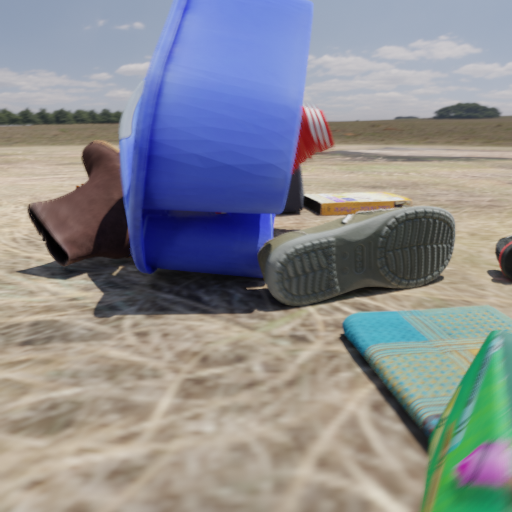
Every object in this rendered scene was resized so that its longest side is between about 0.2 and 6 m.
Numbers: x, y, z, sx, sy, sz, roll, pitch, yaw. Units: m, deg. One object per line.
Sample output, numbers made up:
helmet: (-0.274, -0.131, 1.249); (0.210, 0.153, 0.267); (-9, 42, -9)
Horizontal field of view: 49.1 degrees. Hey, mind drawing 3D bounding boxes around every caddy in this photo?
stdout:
caddy: (-0.654, -1.772, 7.605); (2.313, 3.115, 4.406); (9, 56, 0)

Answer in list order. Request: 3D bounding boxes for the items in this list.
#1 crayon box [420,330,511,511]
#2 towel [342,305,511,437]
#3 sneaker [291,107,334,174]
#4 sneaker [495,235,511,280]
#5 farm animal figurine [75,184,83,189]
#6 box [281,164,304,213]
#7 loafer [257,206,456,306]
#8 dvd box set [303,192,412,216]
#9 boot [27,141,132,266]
crayon box: (1.475, 1.111, 1.407); (2.122, 0.618, 1.261); (28, 20, 15)
towel: (1.790, 0.924, 4.614); (1.674, 0.248, 2.282); (-2, 15, -8)
sneaker: (0.780, -1.792, 10.493); (1.247, 2.159, 0.846); (0, 52, -14)
sneaker: (4.139, -0.045, 7.609); (1.859, 0.657, 0.908); (-1, 16, 2)
farm animal figurine: (-3.206, -1.036, 11.868); (1.304, 0.680, 1.289); (4, 25, -12)
box: (0.678, -1.823, 12.845); (0.703, 1.350, 1.230); (-5, 22, 8)
loafer: (1.286, -0.144, 7.111); (2.912, 1.095, 1.014); (-7, 20, -26)
dvd box set: (2.342, -1.257, 13.303); (2.184, 0.321, 1.598); (-3, 14, -11)
boot: (-2.543, -0.878, 8.365); (1.827, 2.197, 0.795); (-13, -26, -52)
